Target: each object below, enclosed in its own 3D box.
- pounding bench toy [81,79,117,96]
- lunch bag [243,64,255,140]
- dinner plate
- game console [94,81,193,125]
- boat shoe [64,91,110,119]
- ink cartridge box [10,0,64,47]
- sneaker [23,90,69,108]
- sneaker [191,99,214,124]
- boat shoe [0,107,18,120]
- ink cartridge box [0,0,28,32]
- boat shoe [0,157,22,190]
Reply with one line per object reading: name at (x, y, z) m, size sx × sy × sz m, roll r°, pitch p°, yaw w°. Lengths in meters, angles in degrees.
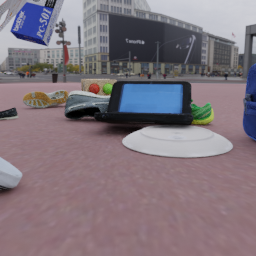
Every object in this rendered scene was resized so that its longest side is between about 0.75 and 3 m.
pounding bench toy at (-0.847, -1.404, 11.743) m, size 2.040 × 1.267 × 1.591 m, roll -3°, pitch 11°, yaw -16°
lunch bag at (3.466, -0.489, 5.632) m, size 1.737 × 1.784 × 2.626 m, roll -2°, pitch 11°, yaw -12°
dinner plate at (1.058, 0.201, 6.175) m, size 2.375 × 0.288 × 2.375 m, roll -1°, pitch 12°, yaw 0°
game console at (0.520, -0.800, 7.673) m, size 2.440 × 1.420 × 2.146 m, roll 1°, pitch -2°, yaw 10°
boat shoe at (-0.703, -0.512, 9.000) m, size 2.846 × 1.036 × 0.879 m, roll 9°, pitch 56°, yaw 12°
ink cartridge box at (-2.388, -3.381, 7.737) m, size 0.969 × 2.062 × 0.456 m, roll 16°, pitch -7°, yaw 5°
sneaker at (-3.706, -1.202, 12.635) m, size 2.054 × 0.777 × 0.900 m, roll -7°, pitch -7°, yaw -32°
sneaker at (1.719, -0.560, 8.679) m, size 1.857 × 0.776 × 0.688 m, roll 5°, pitch 13°, yaw 26°
boat shoe at (-4.254, -0.473, 9.166) m, size 1.266 × 0.420 × 0.473 m, roll -8°, pitch 13°, yaw -34°
ink cartridge box at (-1.953, -2.960, 5.245) m, size 0.651 × 2.595 × 2.104 m, roll 41°, pitch -18°, yaw -24°
boat shoe at (-2.476, 0.459, 3.503) m, size 2.156 × 0.736 × 0.796 m, roll 23°, pitch -5°, yaw -12°
